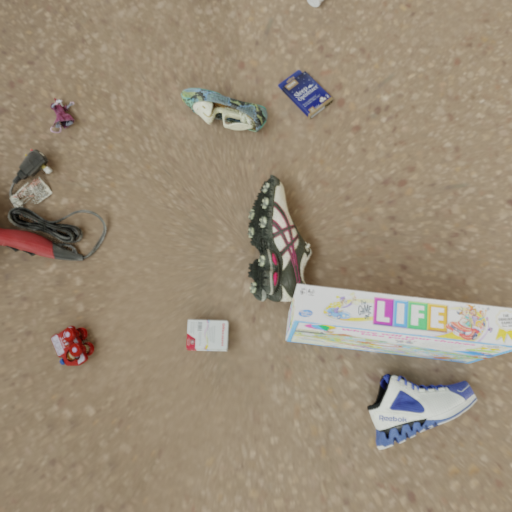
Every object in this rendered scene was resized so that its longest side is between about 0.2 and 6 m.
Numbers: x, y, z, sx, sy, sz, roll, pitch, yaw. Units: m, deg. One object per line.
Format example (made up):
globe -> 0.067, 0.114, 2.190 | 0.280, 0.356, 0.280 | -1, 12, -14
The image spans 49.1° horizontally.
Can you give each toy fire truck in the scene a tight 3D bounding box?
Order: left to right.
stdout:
toy fire truck -> -3.628, 1.796, 10.975 | 0.677, 0.452, 0.806 | -33, 74, 16

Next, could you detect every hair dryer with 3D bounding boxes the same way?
hair dryer -> -5.128, -0.442, 11.326 | 3.501, 0.951, 2.666 | -38, 78, -9

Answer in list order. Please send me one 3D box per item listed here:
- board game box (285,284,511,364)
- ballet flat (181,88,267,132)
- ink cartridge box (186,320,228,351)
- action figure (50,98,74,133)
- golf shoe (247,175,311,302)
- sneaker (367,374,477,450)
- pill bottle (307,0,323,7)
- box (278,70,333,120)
board game box -> 2.436, 1.281, 10.015 | 3.682, 2.475, 0.630 | 7, 74, 1
ballet flat -> -0.756, -3.145, 12.223 | 1.987, 0.737, 0.737 | 13, 74, 5
ink cartridge box -> -0.949, 1.577, 11.043 | 0.802, 0.332, 0.584 | 2, 74, 1
action figure -> -4.346, -3.170, 12.465 | 0.565, 0.508, 0.759 | -40, 66, 33
golf shoe -> 0.478, -0.329, 11.425 | 1.167, 1.023, 2.650 | 8, 72, -22
sneaker -> 2.961, 2.639, 10.471 | 2.072, 0.837, 1.197 | -24, 77, -5
pill bottle -> 1.508, -6.310, 13.335 | 0.399, 0.399, 0.702 | 26, 76, 7
box -> 1.099, -3.706, 12.684 | 0.697, 0.186, 1.151 | -39, 76, -11
